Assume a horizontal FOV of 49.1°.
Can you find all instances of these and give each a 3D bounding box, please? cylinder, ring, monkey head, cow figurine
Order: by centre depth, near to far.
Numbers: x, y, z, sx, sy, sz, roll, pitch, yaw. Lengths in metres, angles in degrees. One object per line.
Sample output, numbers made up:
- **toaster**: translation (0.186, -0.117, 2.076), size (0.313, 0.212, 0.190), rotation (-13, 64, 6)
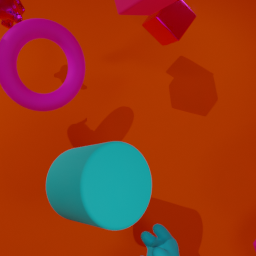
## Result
- **cylinder**: translation (-0.501, 0.928, 4.642), size (1.304, 1.304, 1.304), rotation (8, 77, -37)
- **cow figurine**: translation (0.825, 2.752, 5.383), size (0.780, 1.421, 1.399), rotation (-40, 102, 21)
- **ring**: translation (-1.826, -1.336, 6.102), size (0.394, 1.970, 1.970), rotation (18, 64, 50)
- **monkey head**: translation (-3.140, -2.924, 7.061), size (1.317, 0.948, 0.794), rotation (27, 33, 0)

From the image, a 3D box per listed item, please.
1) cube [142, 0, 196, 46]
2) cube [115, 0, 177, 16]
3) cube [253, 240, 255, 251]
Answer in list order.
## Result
- **cube**: translation (1.086, -2.868, 7.492), size (0.874, 0.874, 0.874), rotation (38, 81, -21)
- **cube**: translation (0.367, -3.062, 5.805), size (1.059, 1.059, 1.059), rotation (-20, 98, -42)
- **cube**: translation (3.091, 2.317, 5.132), size (0.974, 0.974, 0.974), rotation (-34, 110, -30)
